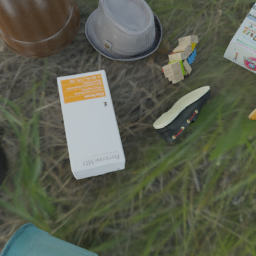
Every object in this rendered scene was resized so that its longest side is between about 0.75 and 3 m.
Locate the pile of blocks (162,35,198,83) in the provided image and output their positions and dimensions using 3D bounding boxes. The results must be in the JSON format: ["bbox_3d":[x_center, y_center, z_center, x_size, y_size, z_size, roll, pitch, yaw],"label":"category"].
[{"bbox_3d":[1.748,-2.308,9.512,0.654,0.864,2.104,2,51,47],"label":"pile of blocks"}]

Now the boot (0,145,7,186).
[{"bbox_3d":[-4.238,0.842,8.351,0.817,0.797,2.164,-25,70,16],"label":"boot"}]

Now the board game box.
[{"bbox_3d":[4.889,-3.186,9.607,2.025,0.882,2.744,33,72,12],"label":"board game box"}]

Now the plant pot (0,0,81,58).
[{"bbox_3d":[-3.188,-4.223,8.744,2.988,2.958,2.988,0,76,-1],"label":"plant pot"}]

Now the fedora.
[{"bbox_3d":[-0.162,-3.703,9.558,2.563,1.309,2.898,-36,74,-12],"label":"fedora"}]

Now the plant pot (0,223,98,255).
[{"bbox_3d":[-1.787,3.421,6.498,1.878,1.918,1.918,12,70,11],"label":"plant pot"}]

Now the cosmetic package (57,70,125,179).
[{"bbox_3d":[-1.118,-0.132,8.375,1.499,1.053,2.955,-12,71,-8],"label":"cosmetic package"}]

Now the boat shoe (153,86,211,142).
[{"bbox_3d":[1.800,-0.481,8.733,2.346,0.858,0.735,-41,107,-22],"label":"boat shoe"}]

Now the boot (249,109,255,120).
[{"bbox_3d":[4.967,-0.330,8.627,2.123,0.747,1.520,-26,69,-14],"label":"boot"}]
